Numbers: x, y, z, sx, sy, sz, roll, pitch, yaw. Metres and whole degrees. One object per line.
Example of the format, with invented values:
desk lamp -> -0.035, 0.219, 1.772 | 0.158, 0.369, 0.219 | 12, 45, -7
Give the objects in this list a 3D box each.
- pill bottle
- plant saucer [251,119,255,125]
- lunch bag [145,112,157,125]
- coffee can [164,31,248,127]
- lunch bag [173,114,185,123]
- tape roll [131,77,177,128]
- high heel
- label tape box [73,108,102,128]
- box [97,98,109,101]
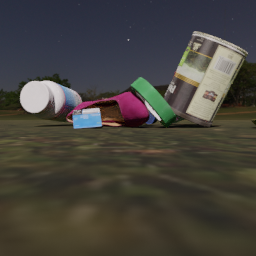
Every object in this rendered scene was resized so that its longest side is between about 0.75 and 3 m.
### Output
pill bottle -> -2.424, -0.836, 9.033 | 1.213, 1.213, 2.231 | 0, -3, 13
plant saucer -> 3.832, -0.187, 6.736 | 1.589, 0.247, 1.589 | -7, -1, 0
lunch bag -> 0.733, -0.608, 9.564 | 0.720, 1.060, 0.701 | 23, 13, 19
coffee can -> 1.984, -1.277, 7.471 | 1.512, 2.066, 1.512 | 22, 15, -6
lunch bag -> 2.101, -0.814, 10.588 | 1.355, 0.970, 1.591 | -25, -11, 30
tape roll -> 0.645, -0.647, 7.167 | 0.343, 1.426, 1.426 | -42, 2, 0
high heel -> -0.631, -0.315, 7.770 | 1.435, 1.007, 2.986 | -24, 13, -24
label tape box -> -1.029, -0.254, 7.068 | 0.687, 0.317, 0.959 | -6, 13, -7
box -> -0.482, -0.566, 9.895 | 1.120, 0.929, 0.919 | 1, 2, -19
